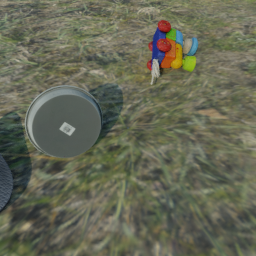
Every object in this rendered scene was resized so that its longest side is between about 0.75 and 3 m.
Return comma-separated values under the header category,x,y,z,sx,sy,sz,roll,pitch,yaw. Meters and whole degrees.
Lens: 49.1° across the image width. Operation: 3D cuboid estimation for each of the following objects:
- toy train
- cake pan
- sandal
category,x,y,z,sx,sy,sz,roll,pitch,yaw
toy train,1.570,-2.276,9.526,1.628,1.191,2.813,13,56,-10
cake pan,-1.381,-0.062,6.309,1.756,1.756,0.322,-14,26,-16
sandal,-3.145,0.861,6.047,0.988,0.556,2.598,-1,43,-36
